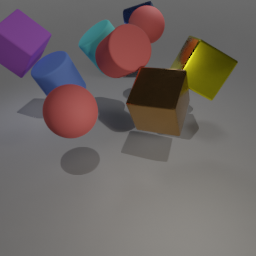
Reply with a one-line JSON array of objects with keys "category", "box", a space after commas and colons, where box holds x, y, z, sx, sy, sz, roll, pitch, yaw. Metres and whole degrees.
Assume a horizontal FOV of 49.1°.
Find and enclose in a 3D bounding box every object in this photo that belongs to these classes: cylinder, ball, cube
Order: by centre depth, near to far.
[{"category": "ball", "box": [-1.483, -0.429, 7.250, 1.400, 1.400, 1.400, 0, 32, 0]}, {"category": "cube", "box": [0.942, -0.779, 8.246, 1.400, 1.400, 1.400, 9, 61, 22]}, {"category": "cylinder", "box": [-0.181, -2.387, 8.903, 1.400, 1.400, 1.400, -15, 6, -23]}, {"category": "cube", "box": [2.329, -1.951, 9.003, 1.400, 1.400, 1.400, 26, 20, -12]}, {"category": "cylinder", "box": [-2.377, -1.690, 9.721, 1.400, 1.400, 1.400, -15, 44, 15]}, {"category": "cube", "box": [-3.805, -2.938, 9.829, 1.400, 1.400, 1.400, 35, 50, -14]}, {"category": "cylinder", "box": [-0.843, -2.941, 10.259, 1.400, 1.400, 1.400, -27, 38, 23]}, {"category": "ball", "box": [0.713, -3.961, 10.806, 1.400, 1.400, 1.400, 0, 32, 0]}, {"category": "cylinder", "box": [0.630, -5.321, 13.778, 1.400, 1.400, 1.400, -11, 29, 17]}]
